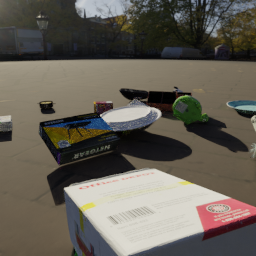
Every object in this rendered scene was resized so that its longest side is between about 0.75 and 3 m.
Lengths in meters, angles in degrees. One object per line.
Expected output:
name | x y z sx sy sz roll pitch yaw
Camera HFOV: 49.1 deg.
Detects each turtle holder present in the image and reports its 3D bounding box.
turtle holder | 2.743 -0.838 12.130 1.516 1.152 1.076 5 18 16

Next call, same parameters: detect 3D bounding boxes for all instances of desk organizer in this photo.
desk organizer | 2.081 -1.343 14.157 2.266 0.873 0.813 4 18 12

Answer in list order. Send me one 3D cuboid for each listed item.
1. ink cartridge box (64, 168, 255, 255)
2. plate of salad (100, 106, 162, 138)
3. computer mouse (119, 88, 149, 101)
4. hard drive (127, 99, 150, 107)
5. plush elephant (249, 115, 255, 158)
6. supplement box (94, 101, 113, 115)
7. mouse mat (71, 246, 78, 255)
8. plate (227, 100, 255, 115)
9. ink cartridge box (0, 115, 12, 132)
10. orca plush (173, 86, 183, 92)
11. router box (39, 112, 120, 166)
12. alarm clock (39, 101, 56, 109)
ink cartridge box | 0.298 1.465 4.036 1.859 1.068 2.561 -7 7 -24
plate of salad | -0.065 -0.280 11.009 2.797 0.672 2.797 -7 20 3
computer mouse | 0.862 -1.741 16.034 2.674 0.615 1.877 3 19 -14
hard drive | 0.530 -0.905 13.179 1.002 0.271 1.434 30 23 8
plush elephant | 4.094 0.417 7.264 2.258 1.859 1.748 -23 -12 34
supplement box | -1.182 -0.952 13.406 0.905 0.593 0.467 -2 18 -9
mouse mat | 0.329 1.936 5.204 2.544 0.096 2.047 1 18 0
plate | 6.233 -1.011 14.070 2.444 0.312 2.444 -1 17 0
ink cartridge box | -5.043 -0.173 11.260 0.686 0.413 0.944 -7 18 -19
orca plush | 2.786 -1.681 16.016 1.117 0.755 2.123 44 22 -9
router box | -1.523 0.261 8.859 2.079 0.531 1.551 -14 45 -36
alarm clock | -4.354 -1.223 14.665 1.040 0.346 0.701 12 22 28
